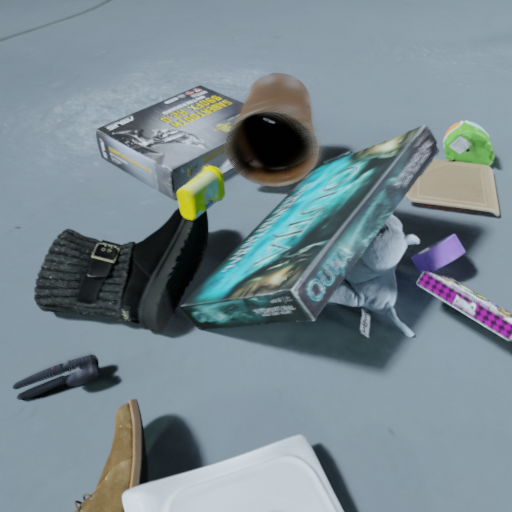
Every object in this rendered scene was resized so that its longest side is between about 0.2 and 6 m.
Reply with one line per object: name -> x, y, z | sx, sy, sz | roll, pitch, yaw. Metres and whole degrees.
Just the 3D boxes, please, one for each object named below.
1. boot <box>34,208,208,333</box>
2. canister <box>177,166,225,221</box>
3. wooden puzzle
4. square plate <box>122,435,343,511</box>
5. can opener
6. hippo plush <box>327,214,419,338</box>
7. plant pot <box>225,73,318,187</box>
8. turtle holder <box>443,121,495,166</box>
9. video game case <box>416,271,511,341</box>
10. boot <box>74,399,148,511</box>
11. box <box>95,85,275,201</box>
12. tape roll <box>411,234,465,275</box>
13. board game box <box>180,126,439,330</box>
boot -> -2.265, -0.066, 9.954 | 2.279, 1.147, 3.049 | 11, 42, 13
canister -> -0.960, -1.090, 9.776 | 0.379, 0.650, 0.875 | 18, 43, 28
wooden puzzle -> 4.284, -1.565, 12.403 | 2.009, 0.374, 1.858 | 12, 41, 8
square plate -> 0.119, 3.256, 5.988 | 2.487, 0.357, 2.510 | -6, 47, -30
can opener -> -2.944, 1.781, 8.283 | 1.271, 0.500, 0.403 | -14, 85, -8
hippo plush -> 1.781, 0.084, 9.409 | 1.610, 1.626, 2.022 | 0, 40, 0
plant pot -> 0.413, -2.830, 12.111 | 1.920, 1.920, 1.900 | 4, 46, 5
turtle holder -> 5.027, -2.627, 13.059 | 1.324, 1.006, 0.940 | 8, 45, 3
video game case -> 3.547, 0.812, 8.987 | 1.618, 0.290, 1.466 | 36, 14, 35
boot -> -1.773, 2.893, 6.625 | 1.005, 0.980, 2.664 | -4, 43, -3
box -> -1.632, -2.872, 13.524 | 2.722, 0.831, 3.437 | 31, 49, 32
tape roll -> 3.274, -0.021, 10.090 | 0.875, 0.875, 0.372 | -28, 86, -29
board game box -> 0.925, -0.475, 9.251 | 2.857, 0.595, 4.225 | -14, 28, 52
